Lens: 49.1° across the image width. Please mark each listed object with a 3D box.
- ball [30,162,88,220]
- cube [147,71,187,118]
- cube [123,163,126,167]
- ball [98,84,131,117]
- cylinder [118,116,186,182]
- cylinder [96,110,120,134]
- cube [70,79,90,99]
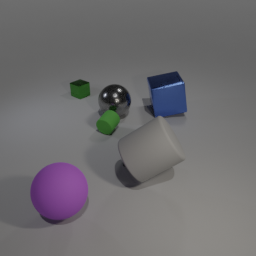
[{"bbox_3d":[-1.700,1.560,6.990,1.400,1.400,1.400,0,31,0],"label":"ball"},{"bbox_3d":[1.678,-1.465,12.177,1.400,1.400,1.400,-11,31,3],"label":"cube"},{"bbox_3d":[0.254,0.843,9.210,0.700,0.700,0.700,8,32,13],"label":"cube"},{"bbox_3d":[-0.560,-1.154,11.863,1.400,1.400,1.400,0,31,0],"label":"ball"},{"bbox_3d":[0.663,0.595,7.854,1.400,1.400,1.400,-31,27,15],"label":"cylinder"},{"bbox_3d":[-0.770,-0.224,10.884,0.700,0.700,0.700,14,41,22],"label":"cylinder"},{"bbox_3d":[-2.369,-1.929,13.881,0.700,0.700,0.700,23,38,33],"label":"cube"}]
